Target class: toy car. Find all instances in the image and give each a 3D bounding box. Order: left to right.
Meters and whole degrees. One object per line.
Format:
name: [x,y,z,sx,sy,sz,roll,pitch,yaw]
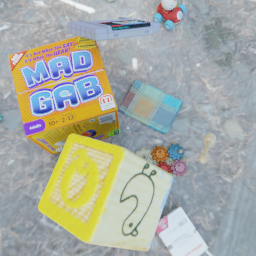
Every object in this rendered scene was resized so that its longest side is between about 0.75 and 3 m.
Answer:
toy car: [1.865,-5.279,12.150,1.216,1.375,1.267,35,77,9]

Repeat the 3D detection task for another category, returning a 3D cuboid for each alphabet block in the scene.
alphabet block: [-0.563,1.777,7.843,2.385,2.429,2.373,9,74,42]

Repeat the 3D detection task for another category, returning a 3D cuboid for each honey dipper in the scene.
honey dipper: [2.123,0.535,7.498,0.343,1.806,0.343,6,107,20]

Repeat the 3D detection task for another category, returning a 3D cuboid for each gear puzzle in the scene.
gear puzzle: [0.930,1.339,10.769,2.690,0.352,1.393,-9,74,-3]

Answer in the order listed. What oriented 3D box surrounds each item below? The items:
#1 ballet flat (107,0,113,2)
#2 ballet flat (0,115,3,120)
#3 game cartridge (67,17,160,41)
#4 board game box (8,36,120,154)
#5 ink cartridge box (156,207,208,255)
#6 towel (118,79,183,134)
ballet flat: [-1.060,-6.548,12.975,0.527,0.527,1.519,-29,76,-8]
ballet flat: [-5.819,-0.396,11.247,1.643,0.553,0.578,13,99,4]
game cartridge: [-0.396,-3.147,8.725,2.516,0.483,1.631,-21,32,-36]
board game box: [-2.089,-1.055,10.124,2.898,2.900,2.899,-17,75,-5]
ink cartridge box: [1.825,3.814,9.880,1.199,0.698,1.646,-32,75,-9]
towel: [0.940,-0.895,11.479,2.241,0.243,1.643,27,75,8]
